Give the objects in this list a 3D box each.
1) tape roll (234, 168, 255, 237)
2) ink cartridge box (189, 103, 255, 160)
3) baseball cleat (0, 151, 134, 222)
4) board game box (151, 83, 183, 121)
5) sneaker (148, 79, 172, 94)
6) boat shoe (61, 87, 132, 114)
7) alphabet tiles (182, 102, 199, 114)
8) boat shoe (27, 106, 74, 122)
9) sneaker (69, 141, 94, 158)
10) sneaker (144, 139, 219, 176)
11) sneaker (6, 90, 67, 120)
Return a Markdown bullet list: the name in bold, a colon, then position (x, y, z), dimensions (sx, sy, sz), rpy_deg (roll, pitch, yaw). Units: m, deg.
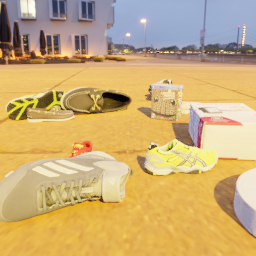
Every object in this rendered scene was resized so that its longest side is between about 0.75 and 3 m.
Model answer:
- **tape roll**: position (2.921, 1.247, 4.325), dimensions (2.418, 0.442, 2.418), rpy_deg (1, 15, 0)
- **ink cartridge box**: position (2.660, 0.001, 7.672), dimensions (1.716, 0.995, 2.324), rpy_deg (1, 18, 3)
- **baseball cleat**: position (-0.885, 0.931, 4.659), dimensions (1.337, 0.876, 2.512), rpy_deg (13, 21, 37)
- **board game box**: position (1.461, -0.989, 10.552), dimensions (1.034, 1.297, 0.628), rpy_deg (8, 17, 26)
- **sneaker**: position (1.654, -1.915, 14.761), dimensions (1.255, 1.093, 2.790), rpy_deg (-9, 5, 18)
- **boat shoe**: position (-1.217, -1.143, 11.474), dimensions (3.017, 1.075, 0.908), rpy_deg (-9, 14, -37)
- **alphabet tiles**: position (2.492, -0.947, 12.435), dimensions (2.437, 0.178, 2.383), rpy_deg (4, 16, 14)
- **boat shoe**: position (-2.864, -0.543, 10.426), dimensions (1.698, 0.505, 0.610), rpy_deg (-4, 16, -13)
- **sneaker**: position (-1.153, 0.622, 6.203), dimensions (0.533, 0.588, 1.385), rpy_deg (3, 14, 13)
- **sneaker**: position (1.230, 0.607, 6.151), dimensions (1.754, 0.670, 0.661), rpy_deg (-5, 15, -18)
- **sneaker**: position (-3.417, -1.014, 11.144), dimensions (2.760, 1.041, 1.055), rpy_deg (-8, 18, -29)
